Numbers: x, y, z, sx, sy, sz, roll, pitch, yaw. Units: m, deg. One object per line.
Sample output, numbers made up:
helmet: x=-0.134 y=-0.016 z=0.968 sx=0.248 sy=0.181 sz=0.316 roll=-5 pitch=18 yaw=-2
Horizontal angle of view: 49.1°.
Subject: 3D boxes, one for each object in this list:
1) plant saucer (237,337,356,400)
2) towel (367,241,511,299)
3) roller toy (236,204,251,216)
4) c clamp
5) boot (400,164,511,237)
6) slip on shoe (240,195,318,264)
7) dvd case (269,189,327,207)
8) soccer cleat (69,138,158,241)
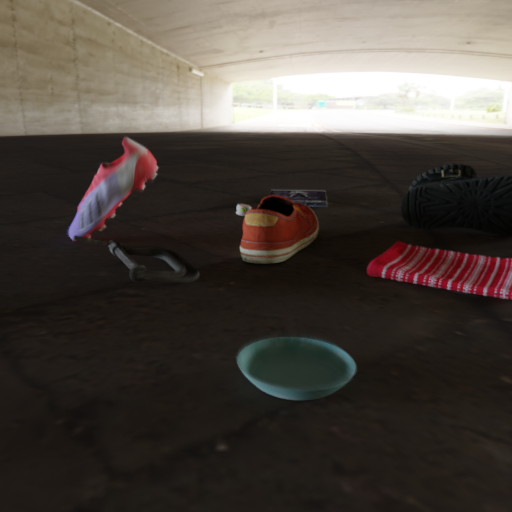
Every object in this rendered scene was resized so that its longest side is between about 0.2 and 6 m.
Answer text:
plant saucer: x=0.409 y=1.180 z=5.799 sx=1.214 sy=0.218 sz=1.214 roll=2 pitch=15 yaw=-1
towel: x=3.205 y=0.199 z=9.250 sx=2.382 sy=0.268 sz=1.722 roll=10 pitch=19 yaw=30
roller toy: x=-0.311 y=-1.125 z=13.908 sx=0.386 sy=0.270 sz=0.353 roll=-5 pitch=22 yaw=-46
c clamp: x=-1.935 y=0.092 z=9.341 sx=1.700 sy=0.270 sz=1.990 roll=3 pitch=16 yaw=-37
boot: x=5.119 y=-1.391 z=12.968 sx=3.385 sy=1.274 sz=2.531 roll=7 pitch=17 yaw=23
slip on shoe: x=0.515 y=-0.714 z=11.090 sx=1.244 sy=1.028 sz=3.358 roll=3 pitch=14 yaw=17
dvd case: x=1.177 y=-1.648 z=15.926 sx=1.626 sy=0.175 sz=2.187 roll=1 pitch=16 yaw=5
soccer cleat: x=-3.022 y=-1.292 z=11.215 sx=2.439 sy=0.933 sz=0.813 roll=-40 pitch=23 yaw=15
